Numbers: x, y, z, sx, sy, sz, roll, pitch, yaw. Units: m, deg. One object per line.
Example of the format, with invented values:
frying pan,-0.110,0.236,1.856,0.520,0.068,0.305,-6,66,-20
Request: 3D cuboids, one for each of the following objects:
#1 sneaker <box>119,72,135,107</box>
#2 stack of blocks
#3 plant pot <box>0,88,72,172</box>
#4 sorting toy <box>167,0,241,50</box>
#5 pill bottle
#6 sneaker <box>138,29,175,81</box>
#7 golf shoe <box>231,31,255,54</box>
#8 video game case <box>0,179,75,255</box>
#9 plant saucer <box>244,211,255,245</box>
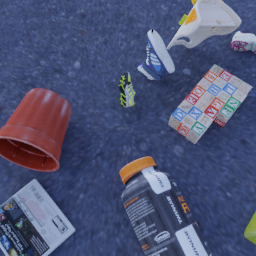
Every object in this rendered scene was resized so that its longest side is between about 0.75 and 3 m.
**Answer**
sneaker,-0.011,-1.284,9.445,0.456,0.450,1.193,1,89,-33
stack of blocks,2.686,-0.716,9.189,1.465,0.745,2.544,38,71,15
plant pot,-2.683,-0.006,8.342,1.987,1.987,1.933,12,59,5
sorting toy,2.299,-3.349,9.556,2.175,1.958,1.162,-15,73,-36
pill bottle,0.808,2.249,7.422,1.558,1.558,2.933,-23,68,-10
sneaker,0.718,-2.351,9.474,1.215,1.659,0.668,-16,36,32
golf shoe,4.714,-3.179,10.384,1.681,0.633,0.769,15,64,6
video game case,-2.795,2.754,7.933,1.799,0.231,1.979,-39,73,-16
plant saucer,4.947,2.691,7.753,2.473,0.592,2.470,34,70,14
